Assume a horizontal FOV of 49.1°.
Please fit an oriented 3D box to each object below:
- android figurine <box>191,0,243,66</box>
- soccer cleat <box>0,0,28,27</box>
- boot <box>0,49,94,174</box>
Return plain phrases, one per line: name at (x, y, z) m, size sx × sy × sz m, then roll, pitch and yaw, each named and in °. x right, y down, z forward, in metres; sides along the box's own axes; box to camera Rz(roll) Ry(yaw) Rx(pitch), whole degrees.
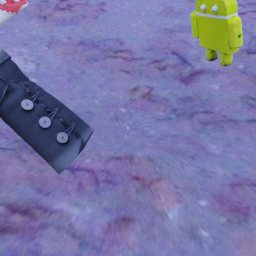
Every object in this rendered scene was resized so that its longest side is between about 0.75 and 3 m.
android figurine at (2.400, -2.818, 7.673) m, size 0.447 × 2.175 × 1.980 m, roll -25°, pitch 35°, yaw -11°
soccer cleat at (-3.465, -2.658, 6.966) m, size 2.136 × 0.910 × 0.733 m, roll -30°, pitch 52°, yaw -19°
boot at (-1.646, 0.016, 4.152) m, size 1.911 × 0.627 × 1.575 m, roll 46°, pitch 65°, yaw -17°
